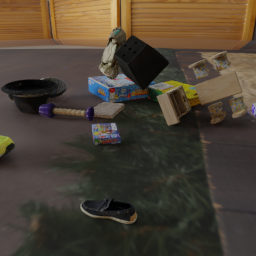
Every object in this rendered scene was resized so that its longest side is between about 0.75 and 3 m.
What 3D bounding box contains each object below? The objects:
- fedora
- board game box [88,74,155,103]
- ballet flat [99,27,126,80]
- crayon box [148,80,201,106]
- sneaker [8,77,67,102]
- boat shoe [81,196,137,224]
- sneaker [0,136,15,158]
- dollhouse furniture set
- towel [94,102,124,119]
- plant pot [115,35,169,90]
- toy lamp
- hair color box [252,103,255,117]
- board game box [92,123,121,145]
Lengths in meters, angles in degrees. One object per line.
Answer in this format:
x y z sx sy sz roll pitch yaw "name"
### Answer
-3.926 -1.257 11.410 2.403 1.098 2.403 0 22 0 "fedora"
-0.359 -2.037 13.839 2.472 0.705 2.525 -11 24 -26 "board game box"
-0.770 -2.944 11.883 0.916 2.700 1.017 30 50 7 "ballet flat"
2.292 -1.476 12.479 1.590 0.636 2.505 -18 28 -32 "crayon box"
-4.286 -1.917 13.281 2.682 0.999 1.168 -8 19 -21 "sneaker"
-0.388 1.559 5.504 1.169 0.364 0.436 7 25 19 "boat shoe"
-4.480 0.169 7.657 2.894 1.307 1.131 7 22 13 "sneaker"
2.601 -1.168 9.908 2.540 2.226 1.687 -18 9 33 "dollhouse furniture set"
-0.818 -0.747 11.281 0.999 0.260 1.508 6 23 17 "towel"
0.416 -2.713 11.037 1.524 1.528 1.355 47 4 39 "plant pot"
-2.332 -0.603 10.532 2.052 0.597 0.597 5 23 12 "toy lamp"
5.264 -0.699 11.104 0.526 0.312 0.962 7 21 14 "hair color box"
-0.724 0.166 9.097 0.840 0.214 1.242 -3 22 -8 "board game box"
